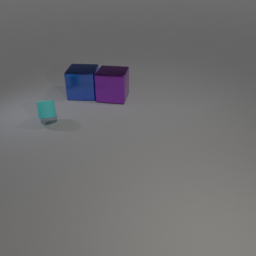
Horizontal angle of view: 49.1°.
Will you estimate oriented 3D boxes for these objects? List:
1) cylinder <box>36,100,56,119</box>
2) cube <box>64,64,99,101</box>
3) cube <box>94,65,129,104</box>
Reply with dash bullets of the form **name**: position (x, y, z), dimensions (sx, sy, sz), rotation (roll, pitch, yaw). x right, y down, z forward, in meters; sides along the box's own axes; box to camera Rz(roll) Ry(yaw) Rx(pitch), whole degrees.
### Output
- **cylinder**: position (-3.364, -0.769, 11.538), dimensions (0.700, 0.700, 0.700), rotation (-5, 7, 1)
- **cube**: position (-2.217, -2.271, 13.809), dimensions (1.400, 1.400, 1.400), rotation (2, 31, 4)
- **cube**: position (-0.744, -2.117, 13.535), dimensions (1.400, 1.400, 1.400), rotation (5, 31, 8)
